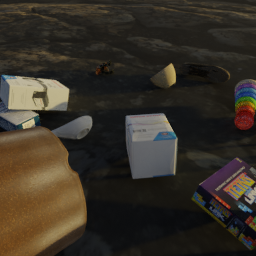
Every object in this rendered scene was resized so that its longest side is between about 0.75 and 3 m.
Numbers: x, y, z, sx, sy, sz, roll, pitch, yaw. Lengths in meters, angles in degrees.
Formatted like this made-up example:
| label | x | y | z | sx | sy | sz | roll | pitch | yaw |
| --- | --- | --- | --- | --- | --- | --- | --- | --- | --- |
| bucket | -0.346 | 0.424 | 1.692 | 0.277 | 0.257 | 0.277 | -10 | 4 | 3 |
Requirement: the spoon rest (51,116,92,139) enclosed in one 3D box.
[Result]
| label | x | y | z | sx | sy | sz | roll | pitch | yaw |
| --- | --- | --- | --- | --- | --- | --- | --- | --- | --- |
| spoon rest | -1.725 | 0.177 | 7.792 | 1.741 | 0.865 | 0.528 | -34 | 70 | -28 |

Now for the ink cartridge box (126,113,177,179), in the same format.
| label | x | y | z | sx | sy | sz | roll | pitch | yaw |
| --- | --- | --- | --- | --- | --- | --- | --- | --- | --- |
| ink cartridge box | 0.533 | 0.399 | 7.061 | 1.059 | 1.054 | 1.444 | -4 | 27 | -4 |

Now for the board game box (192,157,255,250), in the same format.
| label | x | y | z | sx | sy | sz | roll | pitch | yaw |
| --- | --- | --- | --- | --- | --- | --- | --- | --- | --- |
| board game box | 2.364 | 1.417 | 5.734 | 1.683 | 0.477 | 1.391 | -21 | 50 | -42 |

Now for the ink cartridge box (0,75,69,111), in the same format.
| label | x | y | z | sx | sy | sz | roll | pitch | yaw |
| --- | --- | --- | --- | --- | --- | --- | --- | --- | --- |
| ink cartridge box | -3.044 | -1.130 | 9.105 | 1.852 | 0.775 | 1.343 | 0 | 21 | -35 |

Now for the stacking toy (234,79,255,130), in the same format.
| label | x | y | z | sx | sy | sz | roll | pitch | yaw |
| --- | --- | --- | --- | --- | --- | --- | --- | --- | --- |
| stacking toy | 3.829 | -0.685 | 9.077 | 0.862 | 0.862 | 2.019 | 12 | 47 | 17 |

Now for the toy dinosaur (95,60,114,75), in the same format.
| label | x | y | z | sx | sy | sz | roll | pitch | yaw |
| --- | --- | --- | --- | --- | --- | --- | --- | --- | --- |
| toy dinosaur | -1.072 | -2.518 | 12.105 | 0.814 | 0.612 | 1.199 | -3 | 51 | 22 |

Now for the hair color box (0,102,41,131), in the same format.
| label | x | y | z | sx | sy | sz | roll | pitch | yaw |
| --- | --- | --- | --- | --- | --- | --- | --- | --- | --- |
| hair color box | -3.589 | -0.329 | 8.783 | 1.622 | 0.491 | 0.811 | 24 | 40 | 31 |

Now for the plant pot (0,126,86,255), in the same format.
| label | x | y | z | sx | sy | sz | roll | pitch | yaw |
| --- | --- | --- | --- | --- | --- | --- | --- | --- | --- |
| plant pot | -2.488 | 1.389 | 4.442 | 2.962 | 2.992 | 2.992 | -18 | 38 | -38 |

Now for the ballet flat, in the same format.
| label | x | y | z | sx | sy | sz | roll | pitch | yaw |
| --- | --- | --- | --- | --- | --- | --- | --- | --- | --- |
| ballet flat | 3.184 | -2.359 | 11.638 | 2.157 | 0.727 | 0.500 | 18 | 40 | 33 |

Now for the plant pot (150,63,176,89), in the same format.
| label | x | y | z | sx | sy | sz | roll | pitch | yaw |
| --- | --- | --- | --- | --- | --- | --- | --- | --- | --- |
| plant pot | 1.454 | -1.926 | 10.847 | 1.009 | 0.677 | 1.009 | -36 | 5 | 4 |
